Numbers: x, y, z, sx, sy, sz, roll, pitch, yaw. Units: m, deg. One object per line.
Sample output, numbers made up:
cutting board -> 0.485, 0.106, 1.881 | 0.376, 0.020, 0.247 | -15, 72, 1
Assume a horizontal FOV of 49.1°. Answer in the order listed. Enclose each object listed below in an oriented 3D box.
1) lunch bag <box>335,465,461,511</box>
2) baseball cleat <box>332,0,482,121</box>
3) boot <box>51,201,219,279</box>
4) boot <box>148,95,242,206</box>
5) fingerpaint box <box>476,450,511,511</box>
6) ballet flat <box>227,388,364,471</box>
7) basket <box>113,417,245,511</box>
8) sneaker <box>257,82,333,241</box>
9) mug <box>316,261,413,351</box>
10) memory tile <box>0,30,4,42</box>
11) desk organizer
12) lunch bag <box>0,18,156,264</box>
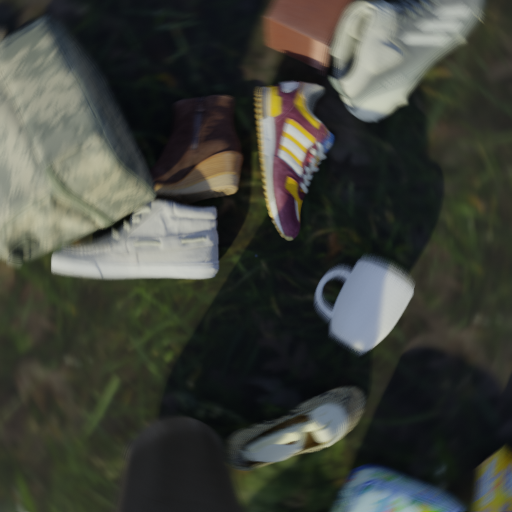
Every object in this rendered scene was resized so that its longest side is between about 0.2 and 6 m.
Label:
lunch bag -> 2.165, 5.033, 9.035 | 2.185, 1.121, 2.718 | 20, 85, 3
baseball cleat -> 2.617, -3.977, 9.524 | 1.199, 1.830, 3.438 | 31, 84, 45
boot -> -2.023, -0.334, 9.546 | 2.789, 1.026, 1.333 | 1, 94, -9
boot -> -1.394, -1.853, 9.998 | 2.261, 0.818, 1.881 | -7, 71, 4
fingerpaint box -> 4.237, 4.181, 8.862 | 1.372, 1.645, 0.603 | 36, 126, 4
ballet flat -> 0.719, 2.981, 9.308 | 2.532, 0.953, 0.859 | -21, 90, -2
basket -> -1.075, 3.831, 8.026 | 2.023, 2.974, 2.682 | -25, 108, -4
sneaker -> 0.741, -1.680, 9.693 | 1.251, 1.041, 2.778 | -6, 86, 6
mug -> 1.700, 0.802, 9.441 | 1.439, 1.062, 1.262 | 30, 81, 12
memory tile -> -5.008, -3.066, 10.218 | 3.124, 0.262, 2.394 | 25, 85, 1
desk organizer -> 1.410, -5.008, 9.984 | 1.189, 1.108, 3.089 | 28, 85, 5
lunch bag -> -3.403, -1.715, 8.781 | 2.566, 2.132, 3.059 | -29, 74, 2
